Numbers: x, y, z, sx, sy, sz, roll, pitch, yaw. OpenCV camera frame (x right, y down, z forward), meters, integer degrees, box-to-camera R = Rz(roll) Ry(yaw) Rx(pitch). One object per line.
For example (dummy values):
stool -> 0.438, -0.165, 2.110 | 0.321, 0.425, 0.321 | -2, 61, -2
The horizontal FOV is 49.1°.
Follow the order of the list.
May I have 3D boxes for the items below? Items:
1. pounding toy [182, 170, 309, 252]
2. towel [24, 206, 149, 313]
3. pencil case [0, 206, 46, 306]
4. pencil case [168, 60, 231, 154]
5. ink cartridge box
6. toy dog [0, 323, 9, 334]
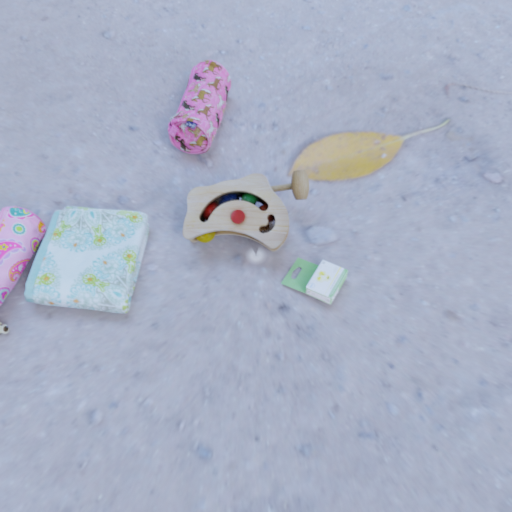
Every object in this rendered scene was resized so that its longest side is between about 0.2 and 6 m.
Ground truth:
pounding toy -> -0.104, -0.697, 10.619 | 2.452, 1.407, 1.402 | -13, 85, 2
towel -> -3.007, 0.005, 10.187 | 1.808, 0.509, 2.112 | 5, 56, 3
pencil case -> -4.608, 0.162, 9.821 | 0.979, 0.979, 2.239 | 15, 57, 10
pencil case -> -1.191, -3.250, 12.137 | 0.919, 0.960, 2.219 | 2, 53, 17
ink cartridge box -> 1.045, 0.379, 10.051 | 0.997, 0.239, 0.726 | 24, 55, 18
toy dog -> -4.370, 1.269, 9.537 | 0.306, 0.214, 0.297 | -16, 73, -11
